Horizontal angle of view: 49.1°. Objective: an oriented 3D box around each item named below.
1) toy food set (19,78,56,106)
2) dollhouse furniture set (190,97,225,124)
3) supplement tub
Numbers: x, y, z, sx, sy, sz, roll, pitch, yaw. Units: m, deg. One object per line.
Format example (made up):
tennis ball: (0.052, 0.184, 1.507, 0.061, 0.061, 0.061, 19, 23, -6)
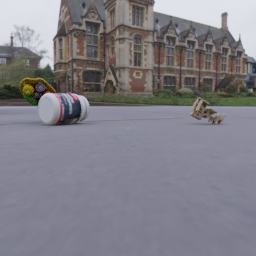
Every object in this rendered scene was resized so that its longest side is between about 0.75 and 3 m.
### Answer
toy food set: (-3.073, -1.052, 9.979, 1.001, 0.556, 1.701, -33, -47, 15)
dollhouse furniture set: (2.510, -0.626, 9.016, 0.918, 0.651, 1.000, 27, -6, -15)
supplement tub: (-2.027, -0.613, 8.936, 0.977, 0.977, 1.392, 4, 7, 39)
